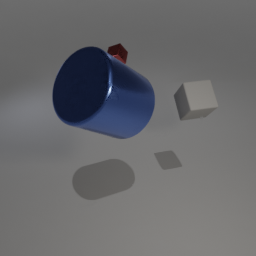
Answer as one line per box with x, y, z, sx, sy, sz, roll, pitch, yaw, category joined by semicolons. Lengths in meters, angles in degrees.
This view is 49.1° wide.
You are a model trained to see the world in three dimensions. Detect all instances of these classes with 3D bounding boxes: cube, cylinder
1.589;-0.649;6.641;0.700;0.700;0.700;-8;73;-13;cube
-0.509;-3.418;13.165;0.700;0.700;0.700;-7;61;33;cube
-0.426;-0.588;5.240;1.400;1.400;1.400;28;6;37;cylinder
